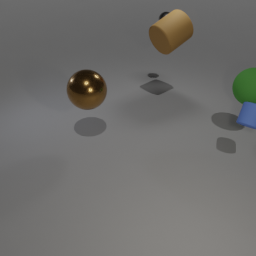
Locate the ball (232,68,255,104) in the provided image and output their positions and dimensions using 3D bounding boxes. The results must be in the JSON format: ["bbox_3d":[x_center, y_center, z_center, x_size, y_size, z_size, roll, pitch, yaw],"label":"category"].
[{"bbox_3d":[4.565,-1.497,10.247,1.400,1.400,1.400,0,32,0],"label":"ball"}]

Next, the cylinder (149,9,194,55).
[{"bbox_3d":[1.863,-4.156,12.172,1.400,1.400,1.400,-39,44,-14],"label":"cylinder"}]

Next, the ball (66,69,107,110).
[{"bbox_3d":[-1.428,-1.330,9.757,1.400,1.400,1.400,0,32,0],"label":"ball"}]

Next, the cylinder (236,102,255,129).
[{"bbox_3d":[3.934,-0.394,8.950,0.700,0.700,0.700,20,3,-1],"label":"cylinder"}]

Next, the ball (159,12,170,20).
[{"bbox_3d":[1.811,-5.186,13.388,0.700,0.700,0.700,0,32,0],"label":"ball"}]
